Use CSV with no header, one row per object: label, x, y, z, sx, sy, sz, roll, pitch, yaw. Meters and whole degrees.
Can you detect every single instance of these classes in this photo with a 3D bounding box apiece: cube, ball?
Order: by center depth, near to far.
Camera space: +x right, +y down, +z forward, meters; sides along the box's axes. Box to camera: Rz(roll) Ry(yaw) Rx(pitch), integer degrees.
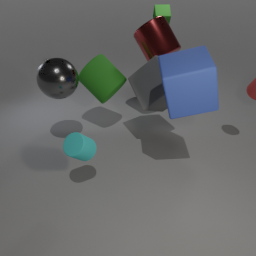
cube,1.717,-1.313,8.062,1.400,1.400,1.400,-11,39,9
ball,-2.392,-1.683,9.562,1.400,1.400,1.400,0,30,0
cube,1.136,-1.544,10.160,1.400,1.400,1.400,-1,62,-53
cube,1.555,-5.163,12.902,0.700,0.700,0.700,-2,68,-2

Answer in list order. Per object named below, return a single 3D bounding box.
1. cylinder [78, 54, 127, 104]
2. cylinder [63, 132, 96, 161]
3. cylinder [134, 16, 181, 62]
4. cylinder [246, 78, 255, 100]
cylinder,-1.007,-1.920,11.021,1.400,1.400,1.400,45,38,-2
cylinder,-1.368,0.544,7.987,0.700,0.700,0.700,18,-9,28
cylinder,1.143,-3.374,10.955,1.400,1.400,1.400,-29,1,1
cylinder,4.637,-1.427,9.782,0.700,0.700,0.700,2,67,-6
